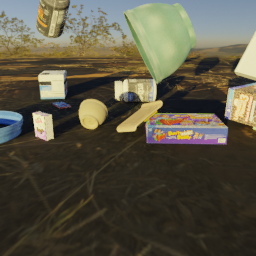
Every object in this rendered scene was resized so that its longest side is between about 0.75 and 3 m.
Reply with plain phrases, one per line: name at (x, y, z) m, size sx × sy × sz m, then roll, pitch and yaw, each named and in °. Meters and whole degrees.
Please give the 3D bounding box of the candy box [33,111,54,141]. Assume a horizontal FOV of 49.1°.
candy box at (-2.543, -0.069, 8.410) m, size 0.637 × 0.759 × 0.272 m, roll 15°, pitch 24°, yaw 40°

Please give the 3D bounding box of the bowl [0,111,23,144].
bowl at (-4.551, 0.017, 8.567) m, size 2.575 × 0.505 × 2.575 m, roll 0°, pitch 18°, yaw 0°

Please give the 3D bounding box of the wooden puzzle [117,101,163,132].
wooden puzzle at (0.372, -0.322, 8.795) m, size 1.332 × 0.248 × 1.232 m, roll -44°, pitch 17°, yaw -22°

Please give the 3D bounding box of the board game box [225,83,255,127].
board game box at (4.704, -0.699, 9.200) m, size 1.768 × 1.074 × 2.218 m, roll -15°, pitch 25°, yaw -35°

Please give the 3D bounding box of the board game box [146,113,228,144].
board game box at (1.695, -0.013, 8.644) m, size 2.273 × 0.509 × 1.528 m, roll 0°, pitch 18°, yaw 1°

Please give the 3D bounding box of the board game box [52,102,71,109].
board game box at (-2.968, -1.010, 12.446) m, size 0.502 × 0.095 × 0.975 m, roll -14°, pitch 22°, yaw -33°

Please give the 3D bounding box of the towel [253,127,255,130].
towel at (5.525, -0.002, 9.014) m, size 2.309 × 0.270 × 1.761 m, roll 16°, pitch 24°, yaw 40°

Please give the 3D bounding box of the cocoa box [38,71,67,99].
cocoa box at (-3.828, -2.253, 14.479) m, size 1.239 × 1.219 × 1.857 m, roll -3°, pitch 18°, yaw -8°

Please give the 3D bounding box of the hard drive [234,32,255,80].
hard drive at (4.421, -2.478, 8.261) m, size 1.552 × 2.353 × 0.314 m, roll 30°, pitch 6°, yaw 39°

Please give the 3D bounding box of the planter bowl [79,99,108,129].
planter bowl at (-1.211, -0.382, 9.332) m, size 0.977 × 0.977 × 0.657 m, roll 4°, pitch 46°, yaw 11°

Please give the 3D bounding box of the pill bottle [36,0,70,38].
pill bottle at (-2.222, -3.559, 8.372) m, size 0.855 × 1.609 × 0.855 m, roll 12°, pitch 56°, yaw -18°

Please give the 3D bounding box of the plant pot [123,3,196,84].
plant pot at (1.246, -3.192, 9.826) m, size 1.822 × 2.719 × 2.719 m, roll -26°, pitch 17°, yaw 6°

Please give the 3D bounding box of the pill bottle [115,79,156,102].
pill bottle at (0.333, -1.767, 13.227) m, size 1.883 × 1.071 × 1.071 m, roll -2°, pitch 18°, yaw -4°
